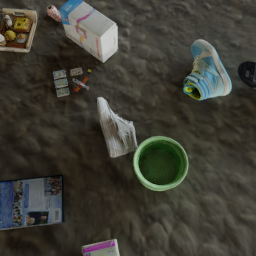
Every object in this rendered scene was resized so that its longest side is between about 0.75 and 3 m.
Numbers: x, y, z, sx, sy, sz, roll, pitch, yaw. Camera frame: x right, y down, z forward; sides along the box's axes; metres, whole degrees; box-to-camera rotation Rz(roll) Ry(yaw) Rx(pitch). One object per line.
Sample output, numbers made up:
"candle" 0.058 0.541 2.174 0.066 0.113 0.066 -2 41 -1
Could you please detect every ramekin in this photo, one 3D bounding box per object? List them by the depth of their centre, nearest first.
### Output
"ramekin" 1.101 1.318 9.874 1.871 0.914 1.871 0 67 0

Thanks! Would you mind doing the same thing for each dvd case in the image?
"dvd case" -3.391 2.552 9.747 2.353 0.206 1.679 -6 66 -2

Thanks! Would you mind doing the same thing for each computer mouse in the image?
"computer mouse" 5.644 -1.547 11.305 2.760 0.635 1.938 13 72 -1

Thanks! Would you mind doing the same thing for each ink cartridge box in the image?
"ink cartridge box" -1.599 -4.089 11.735 2.314 1.672 0.979 37 72 14

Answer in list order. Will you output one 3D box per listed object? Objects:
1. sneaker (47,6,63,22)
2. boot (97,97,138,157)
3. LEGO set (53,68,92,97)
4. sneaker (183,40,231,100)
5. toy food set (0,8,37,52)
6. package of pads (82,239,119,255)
"sneaker" -3.328 -5.283 12.887 0.955 0.499 0.360 30 68 11
"boot" -0.401 -0.125 10.614 1.147 0.883 2.400 -13 76 -13
"LEGO set" -2.247 -2.009 11.585 1.592 0.391 1.189 -12 71 -5
"sneaker" 2.808 -2.328 11.338 1.759 1.071 2.694 -19 68 -9
"toy food set" -5.069 -4.344 12.383 1.614 0.679 2.249 4 67 2
"package of pads" -0.849 4.138 8.974 1.147 0.391 0.886 -12 68 -5
